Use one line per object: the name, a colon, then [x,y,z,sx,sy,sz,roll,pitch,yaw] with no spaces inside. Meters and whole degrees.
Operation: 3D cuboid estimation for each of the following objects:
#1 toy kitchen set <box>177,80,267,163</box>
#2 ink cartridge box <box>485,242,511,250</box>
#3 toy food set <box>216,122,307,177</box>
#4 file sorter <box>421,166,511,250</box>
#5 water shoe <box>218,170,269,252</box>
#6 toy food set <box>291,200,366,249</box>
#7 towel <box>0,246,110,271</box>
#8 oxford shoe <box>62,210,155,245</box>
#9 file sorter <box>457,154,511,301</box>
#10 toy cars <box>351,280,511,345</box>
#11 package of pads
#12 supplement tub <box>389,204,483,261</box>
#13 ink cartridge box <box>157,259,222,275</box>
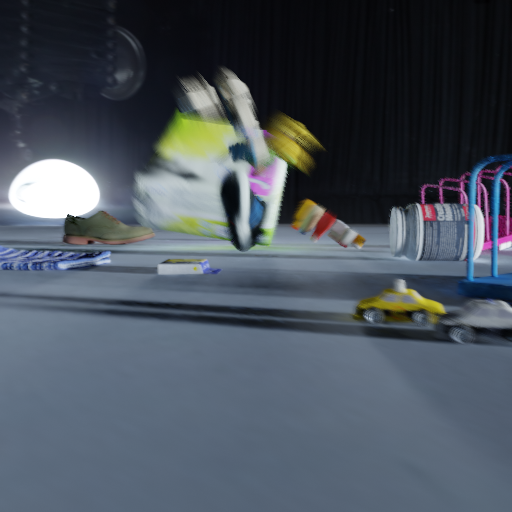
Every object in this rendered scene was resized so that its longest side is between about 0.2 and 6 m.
toy kitchen set: [-0.617,-2.091,9.207,1.059,1.322,0.779,-27,16,-27]
ink cartridge box: [5.407,-0.408,13.079,0.831,0.484,1.141,3,5,34]
toy food set: [0.256,-2.051,11.271,2.002,0.654,1.178,1,41,51]
file sorter: [4.816,-1.055,11.933,2.172,1.362,1.509,-14,17,-18]
water shoe: [-0.181,-0.913,10.073,0.771,1.954,0.698,-34,60,-22]
toy food set: [1.615,-0.544,12.951,1.697,0.764,0.810,36,10,11]
towel: [-3.575,0.030,8.639,2.185,0.261,1.582,1,5,14]
oxford shoe: [-3.979,-0.766,15.021,2.485,0.917,0.880,0,4,-2]
file sorter: [3.208,-0.279,5.449,2.177,1.336,1.511,-4,5,-42]
toy cars: [1.230,0.353,3.750,0.620,0.306,1.382,-3,5,-33]
package of pads: [-0.949,-1.979,13.689,3.186,1.406,4.123,9,33,2]
supplement tub: [3.033,-0.400,9.508,1.393,0.978,0.978,0,4,5]
ink cartridge box: [-0.888,0.145,7.645,0.776,0.182,0.767,-2,4,2]
